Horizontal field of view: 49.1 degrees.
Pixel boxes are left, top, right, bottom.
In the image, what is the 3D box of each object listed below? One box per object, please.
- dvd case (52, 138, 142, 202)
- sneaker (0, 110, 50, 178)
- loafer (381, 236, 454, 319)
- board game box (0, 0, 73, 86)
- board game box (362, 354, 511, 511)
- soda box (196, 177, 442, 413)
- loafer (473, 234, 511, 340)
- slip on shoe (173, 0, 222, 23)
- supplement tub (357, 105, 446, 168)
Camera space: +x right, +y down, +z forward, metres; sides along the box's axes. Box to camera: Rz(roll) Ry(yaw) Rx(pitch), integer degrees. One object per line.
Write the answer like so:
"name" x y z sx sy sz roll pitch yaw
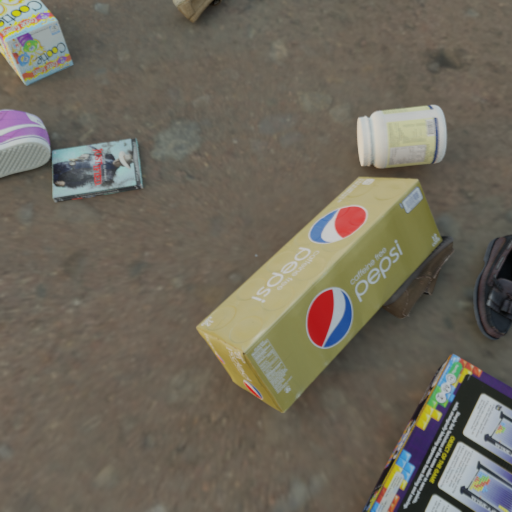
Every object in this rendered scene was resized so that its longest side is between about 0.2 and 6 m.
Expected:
"dvd case" -3.252 -1.766 11.417 1.754 0.193 1.280 -9 60 -6
"sneaker" -5.538 -2.253 11.390 2.527 0.916 1.441 -13 54 -16
"loafer" 2.857 0.370 9.943 1.967 0.718 0.698 -41 108 -20
"board game box" -5.465 -5.297 12.919 1.252 1.230 2.388 -33 64 -18
"board game box" 3.191 3.345 7.953 2.518 0.864 3.046 32 65 15
"soda box" 1.124 0.427 9.138 4.168 1.334 1.412 -42 29 -22
"loafer" 4.292 0.436 9.670 0.755 0.661 2.100 31 57 -12
"slip on shoe" -1.125 -6.663 14.089 0.705 0.885 2.327 52 52 -19
"supplement tub" 2.829 -2.320 11.023 1.561 1.132 1.132 -5 59 6
